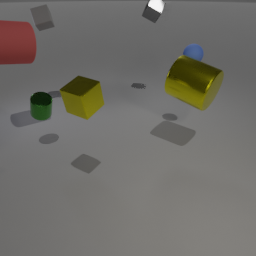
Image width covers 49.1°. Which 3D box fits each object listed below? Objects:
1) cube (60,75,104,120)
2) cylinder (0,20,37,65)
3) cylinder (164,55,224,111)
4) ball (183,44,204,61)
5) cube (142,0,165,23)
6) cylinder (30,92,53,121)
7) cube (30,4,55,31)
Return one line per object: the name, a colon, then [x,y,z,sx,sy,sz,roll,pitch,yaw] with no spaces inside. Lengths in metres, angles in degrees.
cube: [-1.092,-0.744,6.772,0.700,0.700,0.700,20,48,28]
cylinder: [-3.999,-2.855,9.394,1.400,1.400,1.400,-12,29,-36]
cylinder: [2.136,-1.467,9.095,1.400,1.400,1.400,31,39,24]
ball: [2.273,-2.573,9.765,0.700,0.700,0.700,0,28,0]
cube: [1.135,-5.270,12.445,0.700,0.700,0.700,25,67,-11]
cylinder: [-2.894,-0.729,9.346,0.700,0.700,0.700,9,48,-10]
cube: [-3.495,-4.495,11.452,0.700,0.700,0.700,-17,1,-4]
